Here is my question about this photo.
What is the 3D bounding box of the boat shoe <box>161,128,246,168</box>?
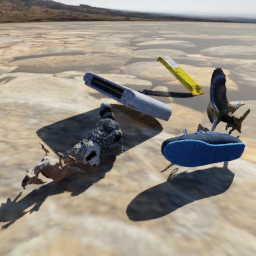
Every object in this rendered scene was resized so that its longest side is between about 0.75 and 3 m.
[{"bbox_3d":[1.533,0.427,5.992,1.918,0.807,0.658,6,29,-21],"label":"boat shoe"}]

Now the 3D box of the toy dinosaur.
[{"bbox_3d":[-1.470,0.830,5.417,1.246,0.845,0.535,25,1,-44],"label":"toy dinosaur"}]

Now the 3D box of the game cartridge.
[{"bbox_3d":[-0.007,-0.975,8.510,1.815,0.551,2.722,21,7,-43],"label":"game cartridge"}]

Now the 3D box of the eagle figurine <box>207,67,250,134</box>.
[{"bbox_3d":[2.588,-0.629,7.648,1.254,1.261,1.662,6,45,-40],"label":"eagle figurine"}]

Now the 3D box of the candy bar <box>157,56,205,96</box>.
[{"bbox_3d":[2.060,-2.176,11.265,0.655,0.291,2.627,-14,49,-29],"label":"candy bar"}]

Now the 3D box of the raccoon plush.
[{"bbox_3d":[-0.810,0.164,6.424,1.124,0.811,1.677,-9,40,-14],"label":"raccoon plush"}]
